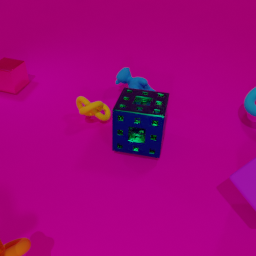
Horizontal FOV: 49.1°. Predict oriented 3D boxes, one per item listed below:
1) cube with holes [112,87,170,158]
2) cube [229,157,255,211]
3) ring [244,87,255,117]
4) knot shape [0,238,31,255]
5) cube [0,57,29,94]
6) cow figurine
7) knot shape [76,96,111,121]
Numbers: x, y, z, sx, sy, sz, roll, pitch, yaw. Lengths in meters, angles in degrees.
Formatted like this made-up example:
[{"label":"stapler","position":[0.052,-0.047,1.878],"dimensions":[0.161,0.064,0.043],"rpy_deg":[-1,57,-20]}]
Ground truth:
[{"label":"cube with holes","position":[0.358,-0.173,7.648],"dimensions":[1.299,1.299,1.299],"rpy_deg":[8,34,9]},{"label":"cube","position":[2.970,1.207,5.688],"dimensions":[1.172,1.172,1.172],"rpy_deg":[-39,59,9]},{"label":"ring","position":[4.085,-0.851,8.006],"dimensions":[1.474,0.295,1.474],"rpy_deg":[-26,32,18]},{"label":"knot shape","position":[-2.113,2.202,4.400],"dimensions":[0.653,1.323,1.414],"rpy_deg":[21,42,2]},{"label":"cube","position":[-4.163,-1.855,9.850],"dimensions":[0.879,0.879,0.879],"rpy_deg":[12,39,13]},{"label":"cow figurine","position":[0.223,-1.441,9.345],"dimensions":[0.715,1.303,1.282],"rpy_deg":[-52,39,0]},{"label":"knot shape","position":[-1.146,-0.612,8.544],"dimensions":[1.069,0.528,1.143],"rpy_deg":[17,1,30]}]
